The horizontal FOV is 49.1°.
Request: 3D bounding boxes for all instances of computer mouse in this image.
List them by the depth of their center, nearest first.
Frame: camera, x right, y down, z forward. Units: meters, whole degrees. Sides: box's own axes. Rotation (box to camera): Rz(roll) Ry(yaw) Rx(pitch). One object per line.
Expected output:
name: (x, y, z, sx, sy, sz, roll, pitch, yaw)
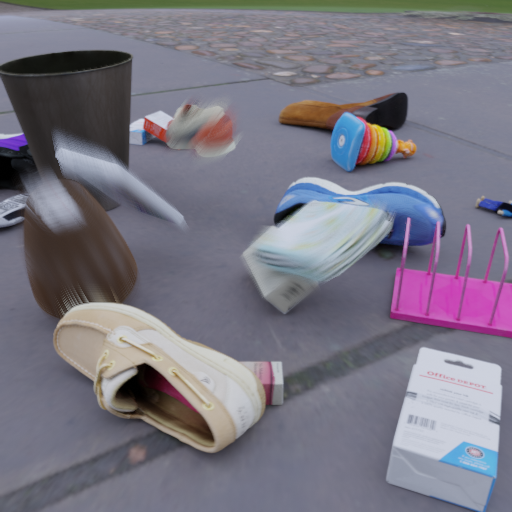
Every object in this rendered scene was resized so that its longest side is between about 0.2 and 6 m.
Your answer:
computer mouse: (-4.902, -0.655, 10.645, 0.955, 0.382, 1.741, 16, 39, 34)

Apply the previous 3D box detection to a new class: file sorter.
file sorter: (3.038, 0.238, 8.240, 1.873, 1.175, 1.302, 8, 30, 14)

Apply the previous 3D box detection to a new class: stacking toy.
stacking toy: (3.001, -2.715, 13.695, 2.133, 1.238, 1.171, 1, 29, -21)

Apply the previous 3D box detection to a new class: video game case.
video game case: (-2.117, -1.066, 8.782, 1.473, 1.618, 0.192, 19, 77, 36)

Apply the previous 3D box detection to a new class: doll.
doll: (4.978, -0.966, 11.288, 0.663, 0.236, 0.972, -26, 39, -36)

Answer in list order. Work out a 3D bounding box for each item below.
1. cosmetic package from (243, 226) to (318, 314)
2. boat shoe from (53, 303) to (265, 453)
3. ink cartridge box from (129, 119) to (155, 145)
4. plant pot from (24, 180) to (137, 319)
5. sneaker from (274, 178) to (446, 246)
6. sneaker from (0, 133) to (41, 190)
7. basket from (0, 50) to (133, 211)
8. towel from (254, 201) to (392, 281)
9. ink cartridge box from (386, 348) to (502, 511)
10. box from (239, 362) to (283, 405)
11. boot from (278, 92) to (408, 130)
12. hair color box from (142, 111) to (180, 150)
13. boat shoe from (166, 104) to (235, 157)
cosmetic package: (0.345, 0.188, 8.624, 0.725, 0.490, 1.378, -42, 31, 10)
boat shoe: (-1.342, 1.354, 6.409, 2.866, 1.056, 0.991, 16, 28, 24)
ink cartridge box: (-3.160, -3.417, 15.422, 0.651, 0.375, 1.124, 9, 31, 16)
plant pot: (-2.445, -0.175, 7.420, 1.477, 1.581, 1.477, 0, 52, 0)
sneaker: (1.713, -0.540, 9.827, 3.092, 1.214, 1.378, 7, 37, 29)
sneaker: (-4.979, -2.167, 12.643, 3.389, 1.178, 1.686, -19, 42, -24)
basket: (-3.542, -2.427, 11.187, 2.565, 2.844, 1.934, -25, 38, -36)
towel: (0.897, -0.238, 7.765, 1.348, 0.379, 1.575, -38, 31, -27)
ink cartridge box: (2.097, 1.798, 6.113, 0.980, 0.573, 1.690, 12, 32, 20)
box: (-0.006, 1.541, 6.785, 0.652, 0.355, 0.417, 0, 30, -1)
boot: (2.647, -4.223, 16.588, 3.037, 1.040, 2.859, 18, 43, 40)
hair color box: (-2.315, -3.349, 14.933, 1.242, 0.397, 0.689, 32, 39, 16)
boat shoe: (-1.099, -2.342, 10.077, 0.880, 0.774, 2.473, -26, 26, -16)
